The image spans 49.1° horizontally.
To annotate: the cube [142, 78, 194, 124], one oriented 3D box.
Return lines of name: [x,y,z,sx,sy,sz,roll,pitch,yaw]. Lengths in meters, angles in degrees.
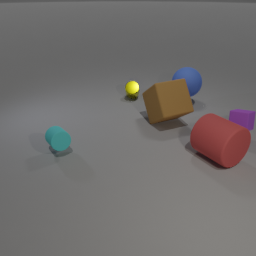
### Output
cube: [1.607,-1.067,11.502,1.400,1.400,1.400,-13,-5,-20]

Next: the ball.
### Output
ball: [2.752,-2.137,13.125,1.400,1.400,1.400,0,28,0]

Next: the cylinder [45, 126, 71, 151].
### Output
cylinder: [-2.397,0.350,9.580,0.700,0.700,0.700,-17,25,-28]

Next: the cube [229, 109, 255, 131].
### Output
cube: [4.193,-0.291,10.323,0.700,0.700,0.700,13,16,41]

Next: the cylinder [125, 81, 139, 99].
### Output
cylinder: [0.215,-1.918,14.114,0.700,0.700,0.700,1,-13,3]

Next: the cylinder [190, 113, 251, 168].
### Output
cylinder: [3.046,0.388,9.302,1.400,1.400,1.400,-17,31,-29]
